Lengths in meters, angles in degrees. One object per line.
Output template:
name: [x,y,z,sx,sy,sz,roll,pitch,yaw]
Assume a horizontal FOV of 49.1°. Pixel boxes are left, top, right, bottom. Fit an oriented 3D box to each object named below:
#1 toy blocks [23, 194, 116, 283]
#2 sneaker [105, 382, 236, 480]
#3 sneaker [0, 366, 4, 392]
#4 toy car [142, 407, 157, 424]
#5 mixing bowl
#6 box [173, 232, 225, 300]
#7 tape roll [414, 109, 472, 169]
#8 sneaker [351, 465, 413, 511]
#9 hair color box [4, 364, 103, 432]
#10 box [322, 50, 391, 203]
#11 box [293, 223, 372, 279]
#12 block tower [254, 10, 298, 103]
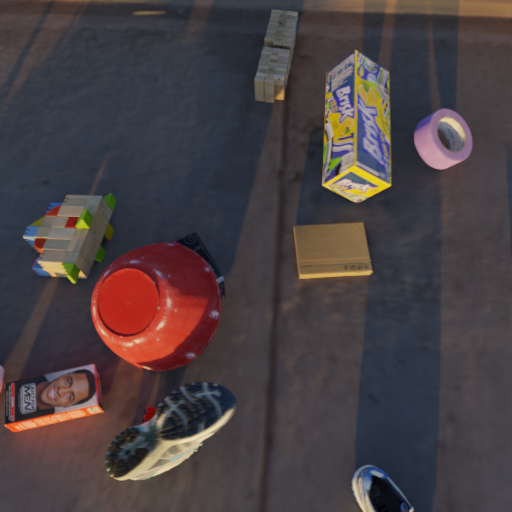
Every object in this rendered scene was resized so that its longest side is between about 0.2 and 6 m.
toy blocks: [-3.810,-0.405,10.999,1.445,1.056,2.114,2,58,15]
sneaker: [-1.229,2.760,8.794,2.240,0.967,0.869,-31,52,7]
sneaker: [-5.440,2.363,9.339,2.214,0.806,0.937,-6,57,-5]
toy car: [-1.913,3.004,9.303,0.768,0.182,0.816,-20,70,-4]
mixing bowl: [-1.874,0.832,9.468,2.323,1.258,2.323,-2,83,15]
box: [-1.566,0.564,10.311,1.717,0.985,1.134,-27,64,-14]
tape roll: [4.038,-2.515,12.090,1.196,0.508,1.196,6,76,-24]
sneaker: [2.081,4.053,8.328,0.759,0.839,1.970,-26,63,-15]
hair color box: [-3.428,2.409,9.516,1.515,0.464,0.769,-12,59,-7]
box: [2.142,-2.750,11.892,1.076,0.987,3.070,21,60,-29]
box: [1.515,-0.128,11.199,1.444,0.154,1.180,-3,59,-1]
block tower: [0.511,-4.902,13.716,0.689,0.738,2.552,9,61,5]
